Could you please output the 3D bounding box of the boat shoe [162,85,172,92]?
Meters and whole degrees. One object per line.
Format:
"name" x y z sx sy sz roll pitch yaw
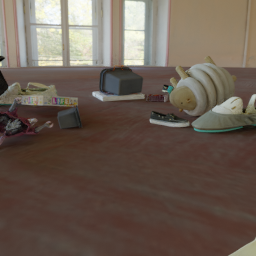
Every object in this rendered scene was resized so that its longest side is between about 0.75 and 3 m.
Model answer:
"boat shoe" 2.206 -2.028 14.495 0.426 0.365 1.164 -8 18 -31

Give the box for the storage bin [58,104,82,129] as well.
"storage bin" -1.607 -0.311 7.648 0.579 0.628 0.862 -13 17 -10

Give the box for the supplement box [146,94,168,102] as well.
"supplement box" 1.209 -1.261 11.770 0.834 0.254 0.454 4 15 20

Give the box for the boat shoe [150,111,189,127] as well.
"boat shoe" 1.136 -0.254 7.807 1.166 0.330 0.400 8 17 29

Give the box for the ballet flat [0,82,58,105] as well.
"ballet flat" -3.961 -1.393 10.844 2.486 0.892 0.892 -1 15 -11

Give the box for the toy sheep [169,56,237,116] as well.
"toy sheep" 2.466 -1.290 8.975 2.616 1.804 1.804 -24 22 -17

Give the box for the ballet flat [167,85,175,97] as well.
"ballet flat" 2.171 -1.632 12.777 0.631 0.568 1.675 22 14 -1

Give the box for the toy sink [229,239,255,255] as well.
"toy sink" 2.131 0.666 2.258 2.467 1.382 1.608 -9 17 -32

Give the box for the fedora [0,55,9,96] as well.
"fedora" -4.942 -1.276 9.148 2.623 1.198 2.623 -26 19 10

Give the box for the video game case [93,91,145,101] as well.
"video game case" -0.463 -1.507 12.758 1.941 0.223 1.768 -6 16 -20

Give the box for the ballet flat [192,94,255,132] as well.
"ballet flat" 3.043 -0.433 7.372 2.832 0.902 0.954 -2 15 -8

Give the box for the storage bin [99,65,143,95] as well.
"storage bin" -0.201 -2.091 12.447 1.759 1.280 1.181 -14 30 -39

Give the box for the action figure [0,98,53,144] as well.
"action figure" -2.543 0.002 6.532 1.033 1.148 1.542 40 0 -1

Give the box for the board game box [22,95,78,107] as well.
"board game box" -2.646 -0.901 9.359 1.202 0.306 1.788 -2 6 -40
